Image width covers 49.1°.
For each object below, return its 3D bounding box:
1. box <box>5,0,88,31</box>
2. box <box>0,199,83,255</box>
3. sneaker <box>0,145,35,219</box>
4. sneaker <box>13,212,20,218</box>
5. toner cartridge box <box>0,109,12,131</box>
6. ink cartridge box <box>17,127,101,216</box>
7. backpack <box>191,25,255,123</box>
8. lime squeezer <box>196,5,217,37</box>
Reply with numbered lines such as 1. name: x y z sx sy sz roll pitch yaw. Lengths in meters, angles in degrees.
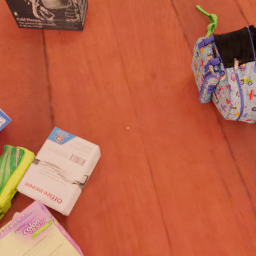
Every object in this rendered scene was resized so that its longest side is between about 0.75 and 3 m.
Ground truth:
1. box: -2.577 -4.359 8.728 2.281 2.243 1.414 3 65 2
2. box: -1.963 2.620 5.889 1.408 0.774 1.600 -39 104 -16
3. sneaker: -3.335 1.543 6.690 1.108 0.982 2.652 28 59 6
4. sneaker: -2.776 2.420 6.524 1.421 0.534 0.817 2 64 -5
5. toner cartridge box: -3.483 0.035 6.717 0.506 2.345 1.114 48 70 -19
6. ink cartridge box: -1.666 1.075 7.004 1.288 0.750 1.782 23 67 10
7. backpack: 2.703 -1.192 7.467 1.520 2.063 2.260 -11 76 4
8. lime squeezer: 2.653 -3.475 9.376 0.666 0.356 1.885 4 66 2
